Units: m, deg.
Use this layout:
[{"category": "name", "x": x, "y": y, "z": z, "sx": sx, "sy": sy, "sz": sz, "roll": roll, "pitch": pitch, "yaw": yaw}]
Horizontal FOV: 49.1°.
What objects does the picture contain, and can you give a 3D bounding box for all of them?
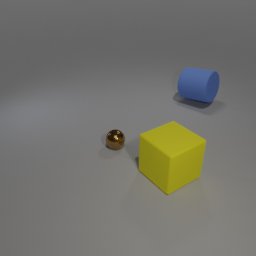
[{"category": "cylinder", "x": 3.200, "y": -1.964, "z": 12.703, "sx": 1.400, "sy": 1.400, "sz": 1.400, "roll": 18, "pitch": 35, "yaw": 37}, {"category": "cube", "x": 1.289, "y": 0.848, "z": 8.470, "sx": 1.400, "sy": 1.400, "sz": 1.400, "roll": -21, "pitch": 37, "yaw": -30}, {"category": "ball", "x": -0.449, "y": 0.394, "z": 9.917, "sx": 0.700, "sy": 0.700, "sz": 0.700, "roll": 0, "pitch": 31, "yaw": 0}]
